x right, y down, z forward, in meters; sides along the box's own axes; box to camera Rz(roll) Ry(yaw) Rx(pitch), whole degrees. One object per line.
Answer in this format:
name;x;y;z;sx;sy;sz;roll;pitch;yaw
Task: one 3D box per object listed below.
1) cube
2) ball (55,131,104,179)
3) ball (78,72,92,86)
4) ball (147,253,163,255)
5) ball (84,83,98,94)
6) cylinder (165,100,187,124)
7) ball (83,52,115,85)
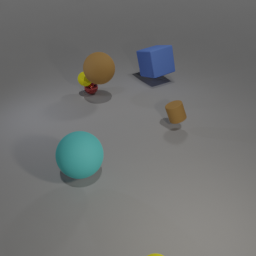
cube;1.483;-3.570;14.963;1.400;1.400;1.400;-22;24;-24
ball;-1.425;0.790;8.279;1.400;1.400;1.400;0;33;0
ball;-2.059;-2.355;13.423;0.700;0.700;0.700;0;33;0
ball;0.568;2.927;5.683;0.700;0.700;0.700;0;33;0
ball;-1.861;-2.052;14.114;0.700;0.700;0.700;0;33;0
cylinder;1.893;-0.633;11.066;0.700;0.700;0.700;-19;25;9
ball;-1.266;-2.615;12.289;1.400;1.400;1.400;0;33;0
